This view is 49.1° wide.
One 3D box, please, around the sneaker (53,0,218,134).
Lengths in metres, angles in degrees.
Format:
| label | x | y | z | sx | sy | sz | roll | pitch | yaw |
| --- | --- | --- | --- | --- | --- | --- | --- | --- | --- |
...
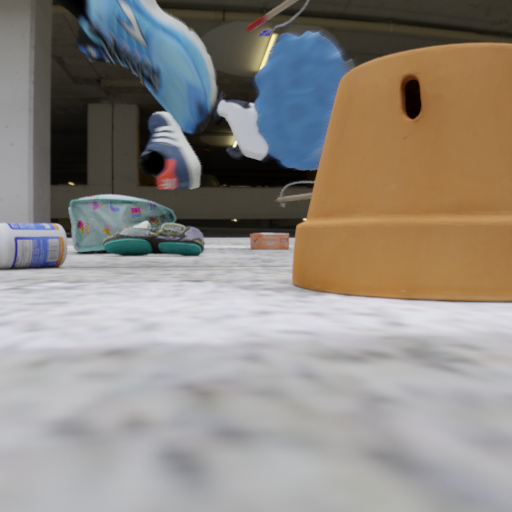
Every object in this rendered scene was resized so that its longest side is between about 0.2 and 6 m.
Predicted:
| label | x | y | z | sx | sy | sz | roll | pitch | yaw |
| --- | --- | --- | --- | --- | --- | --- | --- | --- | --- |
| sneaker | -1.724 | -2.756 | 7.528 | 1.343 | 2.985 | 1.170 | -35 | -7 | -33 |

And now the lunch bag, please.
| label | x | y | z | sx | sy | sz | roll | pitch | yaw |
| --- | --- | --- | --- | --- | --- | --- | --- | --- | --- |
| lunch bag | -2.919 | -0.694 | 12.181 | 2.126 | 1.297 | 1.811 | -7 | 4 | -20 |

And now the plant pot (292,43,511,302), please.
| label | x | y | z | sx | sy | sz | roll | pitch | yaw |
| --- | --- | --- | --- | --- | --- | --- | --- | --- | --- |
| plant pot | 1.513 | -0.610 | 4.595 | 2.467 | 1.727 | 2.467 | -1 | 2 | 0 |

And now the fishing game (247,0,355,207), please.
| label | x | y | z | sx | sy | sz | roll | pitch | yaw |
| --- | --- | --- | --- | --- | --- | --- | --- | --- | --- |
| fishing game | 1.048 | -3.323 | 12.066 | 0.665 | 4.278 | 3.063 | -14 | 4 | -36 |

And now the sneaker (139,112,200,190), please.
| label | x | y | z | sx | sy | sz | roll | pitch | yaw |
| --- | --- | --- | --- | --- | --- | --- | --- | --- | --- |
| sneaker | -2.104 | -2.302 | 12.141 | 1.059 | 0.940 | 2.507 | -15 | 45 | -21 |

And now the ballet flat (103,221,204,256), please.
| label | x | y | z | sx | sy | sz | roll | pitch | yaw |
| --- | --- | --- | --- | --- | --- | --- | --- | --- | --- |
| ballet flat | -1.883 | -0.330 | 10.454 | 1.861 | 0.669 | 0.669 | 2 | 2 | -2 |

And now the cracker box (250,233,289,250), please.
| label | x | y | z | sx | sy | sz | roll | pitch | yaw |
| --- | --- | --- | --- | --- | --- | --- | --- | --- | --- |
| cracker box | 0.339 | -0.392 | 14.952 | 1.005 | 0.433 | 1.501 | 0 | 3 | -1 |

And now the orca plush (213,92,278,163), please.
| label | x | y | z | sx | sy | sz | roll | pitch | yaw |
| --- | --- | --- | --- | --- | --- | --- | --- | --- | --- |
| orca plush | -0.086 | -3.259 | 15.069 | 1.133 | 1.677 | 3.187 | 23 | 5 | -44 |

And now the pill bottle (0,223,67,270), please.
| label | x | y | z | sx | sy | sz | roll | pitch | yaw |
| --- | --- | --- | --- | --- | --- | --- | --- | --- | --- |
| pill bottle | -2.830 | -0.113 | 6.685 | 0.989 | 0.554 | 0.554 | -2 | 3 | -42 |
